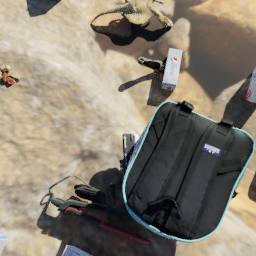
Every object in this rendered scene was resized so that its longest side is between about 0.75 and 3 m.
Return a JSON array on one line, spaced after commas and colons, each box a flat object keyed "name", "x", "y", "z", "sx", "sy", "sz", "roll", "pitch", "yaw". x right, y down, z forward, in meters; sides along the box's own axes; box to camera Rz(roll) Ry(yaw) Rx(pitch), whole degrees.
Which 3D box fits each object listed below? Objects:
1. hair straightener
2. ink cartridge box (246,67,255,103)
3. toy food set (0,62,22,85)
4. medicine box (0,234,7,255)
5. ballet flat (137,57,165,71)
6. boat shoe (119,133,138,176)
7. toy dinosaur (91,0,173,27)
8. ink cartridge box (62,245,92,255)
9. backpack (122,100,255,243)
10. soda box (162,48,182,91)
[{"name": "hair straightener", "x": -0.662, "y": 1.910, "z": 7.122, "sx": 2.907, "sy": 0.595, "sz": 1.119, "roll": 17, "pitch": 70, "yaw": 11}, {"name": "ink cartridge box", "x": 3.897, "y": -1.388, "z": 8.124, "sx": 0.464, "sy": 0.822, "sz": 1.121, "roll": 19, "pitch": 70, "yaw": 7}, {"name": "toy food set", "x": -3.736, "y": -1.625, "z": 8.594, "sx": 0.853, "sy": 0.134, "sz": 0.542, "roll": 41, "pitch": 75, "yaw": 6}, {"name": "medicine box", "x": -4.203, "y": 2.540, "z": 6.013, "sx": 2.241, "sy": 2.041, "sz": 1.153, "roll": 18, "pitch": 71, "yaw": 7}, {"name": "ballet flat", "x": 0.722, "y": -1.922, "z": 8.443, "sx": 0.942, "sy": 0.317, "sz": 0.218, "roll": 12, "pitch": 24, "yaw": -24}, {"name": "boat shoe", "x": -0.020, "y": 0.843, "z": 7.218, "sx": 0.432, "sy": 0.529, "sz": 1.432, "roll": 6, "pitch": 91, "yaw": -6}, {"name": "toy dinosaur", "x": 0.180, "y": -3.947, "z": 9.105, "sx": 2.719, "sy": 0.791, "sz": 1.375, "roll": 7, "pitch": 71, "yaw": 3}, {"name": "ink cartridge box", "x": -1.269, "y": 3.467, "z": 6.383, "sx": 0.860, "sy": 0.481, "sz": 1.260, "roll": 15, "pitch": 68, "yaw": 27}, {"name": "backpack", "x": 1.166, "y": 1.132, "z": 6.467, "sx": 2.451, "sy": 2.137, "sz": 2.788, "roll": 26, "pitch": 65, "yaw": 5}, {"name": "soda box", "x": 1.335, "y": -1.778, "z": 8.496, "sx": 0.425, "sy": 0.395, "sz": 1.244, "roll": 11, "pitch": 70, "yaw": 4}]
